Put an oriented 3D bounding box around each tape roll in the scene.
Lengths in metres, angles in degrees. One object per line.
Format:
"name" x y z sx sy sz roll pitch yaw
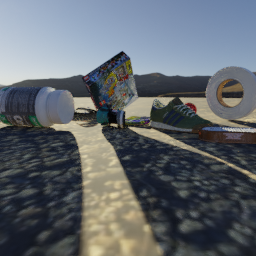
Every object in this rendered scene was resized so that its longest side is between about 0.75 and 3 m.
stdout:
"tape roll" 5.017 -1.680 13.536 0.478 2.617 2.617 -9 12 -44

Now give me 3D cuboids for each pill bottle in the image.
"pill bottle" -3.716 -0.859 11.271 2.821 1.595 1.595 2 8 17

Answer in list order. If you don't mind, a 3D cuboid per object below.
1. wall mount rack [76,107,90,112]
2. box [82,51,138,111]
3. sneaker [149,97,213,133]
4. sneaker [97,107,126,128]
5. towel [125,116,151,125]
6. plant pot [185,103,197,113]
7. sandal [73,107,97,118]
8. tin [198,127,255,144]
"wall mount rack" -2.930 -1.016 16.241 1.253 0.538 1.442 1 7 10
"box" -0.621 -1.593 11.568 1.921 0.530 2.813 -35 -27 -10
"sneaker" 1.845 -0.529 10.290 0.897 1.201 2.675 -8 11 -44
"sneaker" -0.676 -0.425 11.075 1.135 0.786 1.880 0 6 -4
"towel" 0.331 -0.355 12.657 1.357 0.215 1.889 5 9 25
"plant pot" 3.047 -0.833 14.128 0.796 0.796 0.725 2 16 16
"sandal" -1.999 -0.818 14.745 2.558 0.548 0.973 2 8 15
"tin" 3.054 0.192 8.308 1.867 0.391 1.045 2 12 13
